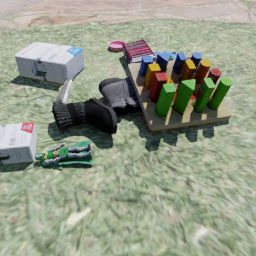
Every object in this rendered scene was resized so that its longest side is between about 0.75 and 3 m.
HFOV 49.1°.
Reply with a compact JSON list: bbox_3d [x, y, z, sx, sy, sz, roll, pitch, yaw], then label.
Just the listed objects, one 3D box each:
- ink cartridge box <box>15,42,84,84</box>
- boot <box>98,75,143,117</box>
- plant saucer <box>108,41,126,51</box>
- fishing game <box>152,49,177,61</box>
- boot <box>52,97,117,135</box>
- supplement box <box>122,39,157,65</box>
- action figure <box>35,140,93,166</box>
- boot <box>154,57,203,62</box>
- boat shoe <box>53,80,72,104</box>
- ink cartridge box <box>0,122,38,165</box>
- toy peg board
[{"bbox_3d":[-3.339,-2.882,12.196,2.373,1.019,1.738,11,39,15],"label":"ink cartridge box"},{"bbox_3d":[0.367,-1.283,10.477,2.676,0.934,1.762,-21,49,-13],"label":"boot"},{"bbox_3d":[-0.543,-4.263,14.573,0.963,0.244,0.963,0,39,0],"label":"plant saucer"},{"bbox_3d":[1.714,-3.417,13.428,1.536,0.333,2.145,-34,48,-31],"label":"fishing game"},{"bbox_3d":[-1.434,-0.275,9.038,1.620,0.815,2.167,-14,29,-27],"label":"boot"},{"bbox_3d":[0.504,-3.347,13.007,1.152,0.644,2.116,-13,40,-5],"label":"supplement box"},{"bbox_3d":[-1.874,0.765,8.123,1.619,0.443,0.957,-9,42,-6],"label":"action figure"},{"bbox_3d":[2.218,-2.440,11.986,2.362,0.869,0.891,-7,56,0],"label":"boot"},{"bbox_3d":[-2.445,-1.347,10.635,0.476,0.569,1.592,5,42,-2],"label":"boat shoe"},{"bbox_3d":[-3.572,0.464,8.274,1.563,0.655,1.128,-5,39,-6],"label":"ink cartridge box"},{"bbox_3d":[1.849,-1.671,9.594,2.977,1.456,2.964,-8,56,-15],"label":"toy peg board"}]
